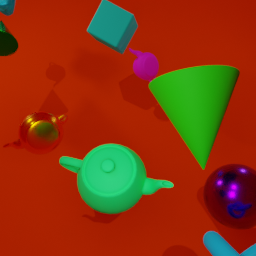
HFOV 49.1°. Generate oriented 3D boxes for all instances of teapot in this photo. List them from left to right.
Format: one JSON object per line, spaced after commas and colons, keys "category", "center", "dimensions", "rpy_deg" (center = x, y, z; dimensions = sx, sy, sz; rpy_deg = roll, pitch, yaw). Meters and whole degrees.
{"category": "teapot", "center": [-3.650, -3.707, 8.254], "dimensions": [0.576, 0.731, 1.176], "rpy_deg": [10, 37, -21]}
{"category": "teapot", "center": [-1.824, 0.091, 5.661], "dimensions": [1.409, 0.876, 0.690], "rpy_deg": [-31, 28, -21]}
{"category": "teapot", "center": [-0.197, 0.698, 4.108], "dimensions": [1.709, 0.837, 1.063], "rpy_deg": [13, 64, 10]}
{"category": "teapot", "center": [0.458, -1.796, 8.077], "dimensions": [0.612, 1.251, 0.778], "rpy_deg": [9, 52, 50]}

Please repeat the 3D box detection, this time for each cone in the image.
{"category": "cone", "center": [-3.539, -2.672, 7.777], "dimensions": [0.943, 0.943, 0.947], "rpy_deg": [-9, 61, -5]}
{"category": "cone", "center": [1.221, -0.068, 4.884], "dimensions": [1.571, 1.571, 1.577], "rpy_deg": [-5, 83, -3]}

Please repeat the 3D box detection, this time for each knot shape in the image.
{"category": "knot shape", "center": [1.856, 1.900, 3.680], "dimensions": [1.703, 1.820, 0.841], "rpy_deg": [-4, 81, 18]}

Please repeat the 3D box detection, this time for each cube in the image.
{"category": "cube", "center": [-0.421, -2.893, 8.119], "dimensions": [0.995, 0.995, 0.995], "rpy_deg": [30, 97, 6]}

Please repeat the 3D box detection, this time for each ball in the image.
{"category": "ball", "center": [2.070, 1.298, 5.364], "dimensions": [1.224, 1.224, 1.224], "rpy_deg": [0, 61, 0]}
